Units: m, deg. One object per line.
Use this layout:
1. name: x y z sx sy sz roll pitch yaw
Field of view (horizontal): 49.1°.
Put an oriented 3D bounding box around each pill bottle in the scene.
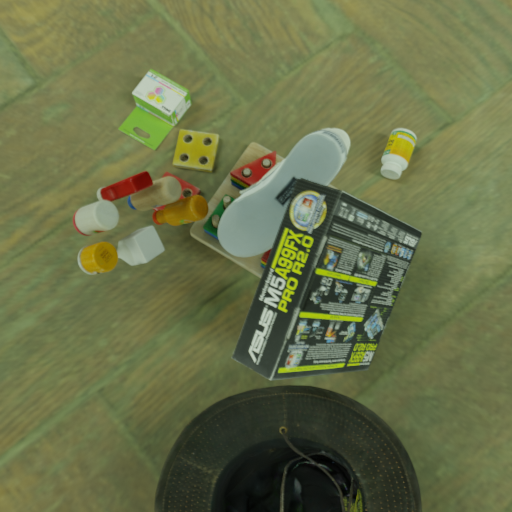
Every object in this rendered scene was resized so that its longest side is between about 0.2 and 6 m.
1. pill bottle: 2.507 -1.800 9.953 0.468 0.468 0.829 21 76 6

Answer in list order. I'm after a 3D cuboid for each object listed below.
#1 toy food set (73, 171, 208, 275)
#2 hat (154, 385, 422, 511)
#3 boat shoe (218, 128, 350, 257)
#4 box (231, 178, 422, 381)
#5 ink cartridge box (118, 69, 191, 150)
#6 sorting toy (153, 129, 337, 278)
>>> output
1. toy food set: -1.907 -0.528 8.299 2.369 1.066 1.131 -41 113 -45
2. hat: 0.432 3.454 7.857 3.527 1.423 3.527 -1 76 5
3. boat shoe: 0.431 -0.954 8.087 0.915 2.478 1.056 45 35 2
4. box: 1.112 0.430 7.608 0.648 2.928 2.345 24 97 34
5. ink cartridge box: -1.875 -2.658 10.216 0.877 0.450 1.187 31 75 9
6. sorting toy: 0.138 -0.837 9.535 4.291 0.726 2.069 31 76 9
